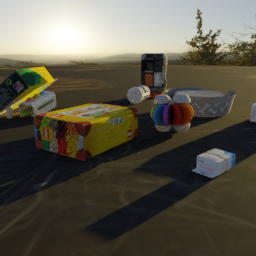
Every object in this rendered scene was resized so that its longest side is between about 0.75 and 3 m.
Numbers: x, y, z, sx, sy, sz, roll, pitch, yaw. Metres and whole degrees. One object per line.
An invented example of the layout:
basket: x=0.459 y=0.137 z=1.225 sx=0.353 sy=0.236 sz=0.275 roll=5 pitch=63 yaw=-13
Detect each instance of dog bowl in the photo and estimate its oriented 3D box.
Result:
dog bowl: x=2.708 y=-1.031 z=10.727 sx=2.645 sy=0.776 sz=2.645 roll=0 pitch=15 yaw=0

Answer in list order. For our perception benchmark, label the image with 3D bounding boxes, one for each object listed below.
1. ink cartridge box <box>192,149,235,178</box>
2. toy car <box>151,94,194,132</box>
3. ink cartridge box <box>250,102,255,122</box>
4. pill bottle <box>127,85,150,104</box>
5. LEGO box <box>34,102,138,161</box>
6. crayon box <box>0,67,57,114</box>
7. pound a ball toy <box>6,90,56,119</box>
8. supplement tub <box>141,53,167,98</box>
ink cartridge box: x=1.674 y=0.671 z=5.469 sx=0.826 sy=0.280 sz=0.479 roll=-14 pitch=21 yaw=-42
toy car: x=1.189 y=-0.372 z=7.701 sx=1.201 sy=1.051 sz=0.901 roll=0 pitch=14 yaw=15
ink cartridge box: x=4.767 y=-0.470 z=9.067 sx=1.350 sy=0.569 sz=0.986 roll=9 pitch=18 yaw=30
pill bottle: x=0.542 y=-1.581 z=12.799 sx=0.734 sy=0.734 sz=1.324 roll=7 pitch=17 yaw=23
LEGO box: x=-0.963 y=-0.026 z=6.977 sx=1.569 sy=0.813 sz=2.106 roll=10 pitch=19 yaw=33
crayon box: x=-4.033 y=-1.467 z=10.676 sx=1.875 sy=0.750 sz=2.953 roll=-35 pitch=9 yaw=12
pound a ball toy: x=-3.456 y=-0.879 z=10.005 sx=1.054 sy=0.687 sz=1.617 roll=8 pitch=26 yaw=17
supplement tub: x=1.302 y=-2.662 z=14.050 sx=1.313 sy=2.144 sz=1.313 roll=0 pitch=15 yaw=0
